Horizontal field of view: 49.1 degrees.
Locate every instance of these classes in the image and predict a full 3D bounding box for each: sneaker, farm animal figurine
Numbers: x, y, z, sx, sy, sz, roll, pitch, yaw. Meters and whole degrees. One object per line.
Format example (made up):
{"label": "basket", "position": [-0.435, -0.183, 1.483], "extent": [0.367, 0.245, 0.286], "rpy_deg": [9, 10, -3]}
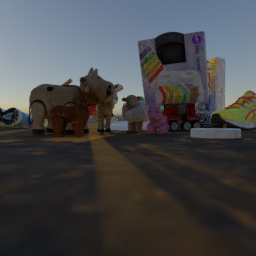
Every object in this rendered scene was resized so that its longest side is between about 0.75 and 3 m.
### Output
{"label": "sneaker", "position": [3.634, -0.566, 8.882], "extent": [2.767, 1.249, 1.081], "rpy_deg": [-3, 4, -34]}
{"label": "sneaker", "position": [-4.687, -0.282, 11.196], "extent": [2.292, 0.898, 1.031], "rpy_deg": [7, -12, 38]}
{"label": "farm animal figurine", "position": [-0.543, -0.504, 5.624], "extent": [2.489, 1.252, 2.010], "rpy_deg": [-1, 2, -38]}

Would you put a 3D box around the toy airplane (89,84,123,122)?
{"label": "toy airplane", "position": [-1.623, -1.063, 12.173], "extent": [2.415, 1.704, 2.405], "rpy_deg": [-10, 25, 38]}

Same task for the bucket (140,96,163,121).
{"label": "bucket", "position": [1.302, -0.902, 15.713], "extent": [2.502, 1.628, 2.502], "rpy_deg": [0, 2, 0]}

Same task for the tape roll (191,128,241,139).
{"label": "tape roll", "position": [1.388, 0.080, 4.453], "extent": [0.779, 0.142, 0.779], "rpy_deg": [0, 2, 0]}

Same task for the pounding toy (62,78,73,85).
{"label": "pounding toy", "position": [-2.935, -0.761, 13.707], "extent": [2.100, 1.262, 2.720], "rpy_deg": [-28, -38, -2]}

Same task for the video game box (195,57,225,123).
{"label": "video game box", "position": [3.115, -1.486, 12.641], "extent": [0.683, 2.919, 2.660], "rpy_deg": [-1, 2, -32]}

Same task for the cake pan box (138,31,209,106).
{"label": "cake pan box", "position": [1.846, -2.381, 11.324], "extent": [2.628, 2.854, 0.746], "rpy_deg": [-2, 16, 16]}

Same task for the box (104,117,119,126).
{"label": "box", "position": [-1.155, -0.394, 17.595], "extent": [1.005, 0.518, 1.723], "rpy_deg": [0, 1, 3]}

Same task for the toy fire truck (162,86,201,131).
{"label": "toy fire truck", "position": [1.453, -0.496, 7.425], "extent": [1.021, 1.161, 0.747], "rpy_deg": [0, 0, -18]}

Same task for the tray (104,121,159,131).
{"label": "tray", "position": [0.654, -0.072, 8.506], "extent": [2.533, 0.281, 1.360], "rpy_deg": [-1, 0, -34]}

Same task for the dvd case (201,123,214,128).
{"label": "dvd case", "position": [3.498, -0.081, 10.361], "extent": [1.297, 0.213, 1.726], "rpy_deg": [-1, 1, -32]}

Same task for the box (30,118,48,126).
{"label": "box", "position": [-5.117, -0.346, 16.174], "extent": [0.880, 0.483, 1.000], "rpy_deg": [0, 1, 4]}

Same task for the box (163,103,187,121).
{"label": "box", "position": [2.048, -0.465, 11.236], "extent": [1.086, 0.943, 1.644], "rpy_deg": [-2, -1, 16]}
